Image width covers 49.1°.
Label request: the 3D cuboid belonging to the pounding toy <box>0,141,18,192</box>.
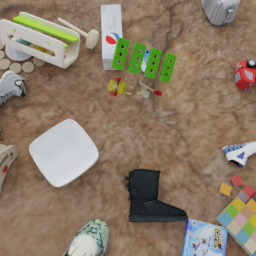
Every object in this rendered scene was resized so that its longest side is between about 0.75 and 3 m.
[{"bbox_3d":[-4.379,0.983,8.867,1.210,1.206,2.110,16,90,6],"label":"pounding toy"}]

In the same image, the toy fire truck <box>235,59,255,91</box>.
[{"bbox_3d":[5.162,-1.169,9.790,2.896,0.706,2.042,13,71,4],"label":"toy fire truck"}]

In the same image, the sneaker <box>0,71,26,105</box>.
[{"bbox_3d":[-4.204,-1.177,9.844,1.001,0.650,1.733,23,71,6],"label":"sneaker"}]

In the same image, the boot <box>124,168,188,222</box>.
[{"bbox_3d":[0.845,2.078,8.647,1.939,0.717,1.589,-1,70,4],"label":"boot"}]

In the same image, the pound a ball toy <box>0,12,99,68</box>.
[{"bbox_3d":[-2.813,-3.202,10.335,2.959,1.257,1.930,23,40,7],"label":"pound a ball toy"}]

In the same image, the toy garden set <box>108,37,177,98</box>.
[{"bbox_3d":[0.376,-1.736,8.924,2.063,0.412,1.720,10,101,-25],"label":"toy garden set"}]

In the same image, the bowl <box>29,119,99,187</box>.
[{"bbox_3d":[-2.005,0.846,9.089,1.817,0.679,1.819,-36,73,-12],"label":"bowl"}]

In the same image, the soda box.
[{"bbox_3d":[-0.590,-3.421,10.537,0.764,0.818,2.401,-2,71,-1],"label":"soda box"}]

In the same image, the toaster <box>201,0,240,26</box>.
[{"bbox_3d":[3.591,-5.050,10.918,1.059,1.203,1.863,-12,71,-5],"label":"toaster"}]

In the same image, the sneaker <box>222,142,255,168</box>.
[{"bbox_3d":[3.811,0.904,9.198,1.289,0.521,0.745,-10,74,3],"label":"sneaker"}]

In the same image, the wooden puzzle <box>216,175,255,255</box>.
[{"bbox_3d":[3.784,2.819,8.473,1.654,0.196,2.790,-37,74,-23],"label":"wooden puzzle"}]

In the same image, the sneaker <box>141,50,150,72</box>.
[{"bbox_3d":[0.662,-2.523,10.413,0.324,0.449,0.855,3,70,1],"label":"sneaker"}]

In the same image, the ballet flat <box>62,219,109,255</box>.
[{"bbox_3d":[-1.527,3.902,7.813,1.090,1.090,2.937,29,72,10],"label":"ballet flat"}]

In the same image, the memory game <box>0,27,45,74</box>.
[{"bbox_3d":[-4.079,-3.055,10.769,2.267,0.144,2.267,0,71,0],"label":"memory game"}]

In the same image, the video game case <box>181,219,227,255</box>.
[{"bbox_3d":[2.267,3.511,8.332,1.201,0.301,1.325,12,71,3],"label":"video game case"}]
